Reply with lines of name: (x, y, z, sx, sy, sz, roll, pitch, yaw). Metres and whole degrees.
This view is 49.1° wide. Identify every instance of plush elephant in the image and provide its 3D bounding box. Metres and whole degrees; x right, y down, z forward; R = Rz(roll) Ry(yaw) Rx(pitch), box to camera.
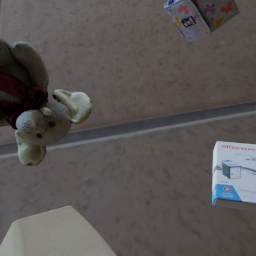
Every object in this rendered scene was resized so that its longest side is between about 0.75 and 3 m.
plush elephant: (-1.434, -0.273, 3.902, 1.449, 1.872, 1.542, 40, 98, 14)

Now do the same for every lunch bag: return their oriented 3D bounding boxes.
lunch bag: (1.701, -2.806, 6.555, 1.360, 1.153, 0.865, -30, 35, 21)

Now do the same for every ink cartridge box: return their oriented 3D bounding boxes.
ink cartridge box: (1.336, 0.578, 3.420, 0.556, 0.326, 0.760, 4, 59, 12)

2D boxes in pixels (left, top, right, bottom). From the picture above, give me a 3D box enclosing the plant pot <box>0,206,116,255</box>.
plant pot: (-0.891, 1.540, 3.169, 1.077, 1.079, 0.955, -4, 50, -43)
